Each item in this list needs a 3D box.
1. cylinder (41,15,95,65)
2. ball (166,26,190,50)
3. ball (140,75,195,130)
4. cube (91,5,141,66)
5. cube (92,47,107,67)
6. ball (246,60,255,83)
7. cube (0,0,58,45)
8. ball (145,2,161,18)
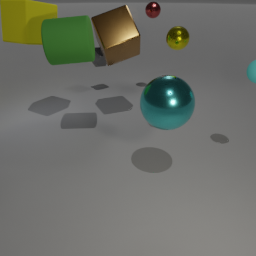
[{"bbox_3d":[-1.843,-2.758,8.865,1.400,1.400,1.400,-5,28,1],"label":"cylinder"},{"bbox_3d":[1.501,-2.705,8.442,0.700,0.700,0.700,0,28,0],"label":"ball"},{"bbox_3d":[1.003,-0.642,7.174,1.400,1.400,1.400,0,28,0],"label":"ball"},{"bbox_3d":[-0.424,-3.458,10.616,1.400,1.400,1.400,-22,-13,-3],"label":"cube"},{"bbox_3d":[-1.452,-3.637,14.349,0.700,0.700,0.700,-18,62,-43],"label":"cube"},{"bbox_3d":[3.761,-1.618,7.993,0.700,0.700,0.700,0,28,0],"label":"ball"},{"bbox_3d":[-3.518,-3.763,10.059,1.400,1.400,1.400,15,21,29],"label":"cube"},{"bbox_3d":[1.127,-5.325,12.647,0.700,0.700,0.700,0,28,0],"label":"ball"}]
